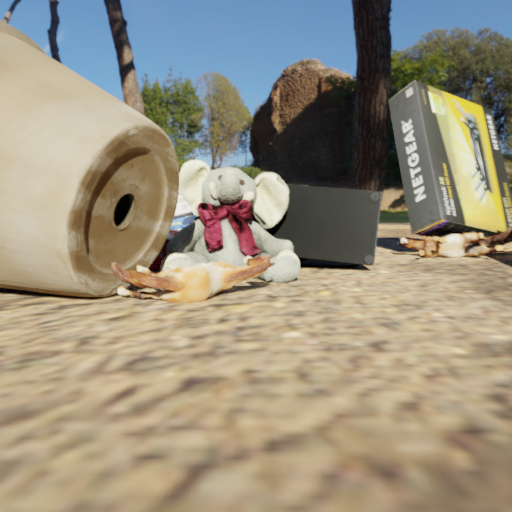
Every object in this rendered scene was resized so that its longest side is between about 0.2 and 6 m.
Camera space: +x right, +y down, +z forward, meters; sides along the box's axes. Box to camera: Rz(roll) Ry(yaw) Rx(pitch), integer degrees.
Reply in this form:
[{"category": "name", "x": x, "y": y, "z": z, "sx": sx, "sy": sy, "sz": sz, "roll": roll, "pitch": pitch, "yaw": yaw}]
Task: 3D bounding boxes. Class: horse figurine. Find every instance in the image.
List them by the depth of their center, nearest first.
[{"category": "horse figurine", "x": -0.605, "y": 0.200, "z": 5.126, "sx": 0.975, "sy": 0.367, "sz": 1.472, "roll": 3, "pitch": 5, "yaw": 34}, {"category": "horse figurine", "x": 3.433, "y": -0.202, "z": 9.591, "sx": 1.884, "sy": 0.470, "sz": 1.248, "roll": -6, "pitch": -1, "yaw": 9}]

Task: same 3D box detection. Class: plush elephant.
[{"category": "plush elephant", "x": -0.319, "y": -0.461, "z": 6.761, "sx": 1.525, "sy": 1.433, "sz": 1.851, "roll": 0, "pitch": 4, "yaw": -4}]

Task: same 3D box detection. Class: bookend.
[{"category": "bookend", "x": 0.745, "y": -0.437, "z": 8.529, "sx": 2.176, "sy": 1.002, "sz": 2.163, "roll": 6, "pitch": 0, "yaw": 12}]

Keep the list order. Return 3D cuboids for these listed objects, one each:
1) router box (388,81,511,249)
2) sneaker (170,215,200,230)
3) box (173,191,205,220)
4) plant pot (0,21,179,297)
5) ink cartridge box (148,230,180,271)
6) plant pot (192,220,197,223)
[{"category": "router box", "x": 3.884, "y": -1.727, "z": 10.980, "sx": 2.315, "sy": 2.945, "sz": 0.769, "roll": 7, "pitch": -22, "yaw": -31}, {"category": "sneaker", "x": -1.597, "y": -0.578, "z": 10.098, "sx": 1.778, "sy": 0.731, "sz": 0.657, "roll": -35, "pitch": 12, "yaw": -25}, {"category": "box", "x": -1.638, "y": -0.678, "z": 8.179, "sx": 2.370, "sy": 0.459, "sz": 0.491, "roll": -15, "pitch": 1, "yaw": -16}, {"category": "plant pot", "x": -2.145, "y": -0.725, "z": 5.322, "sx": 2.381, "sy": 2.744, "sz": 2.744, "roll": 20, "pitch": 11, "yaw": 19}, {"category": "ink cartridge box", "x": -1.404, "y": -0.079, "z": 7.791, "sx": 1.210, "sy": 0.507, "sz": 1.062, "roll": 2, "pitch": 9, "yaw": 25}, {"category": "plant pot", "x": -0.969, "y": -0.936, "z": 13.448, "sx": 1.744, "sy": 1.630, "sz": 1.630, "roll": -7, "pitch": 1, "yaw": 27}]
